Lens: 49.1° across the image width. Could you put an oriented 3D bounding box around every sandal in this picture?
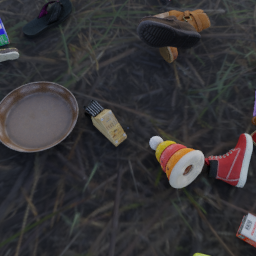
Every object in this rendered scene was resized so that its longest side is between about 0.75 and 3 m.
[{"bbox_3d":[-3.176,-4.542,11.281,0.954,0.607,2.538,31,65,17],"label":"sandal"}]

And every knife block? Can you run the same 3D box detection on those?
[{"bbox_3d":[-0.810,-0.189,8.933,0.470,1.290,1.469,-40,112,-19],"label":"knife block"}]

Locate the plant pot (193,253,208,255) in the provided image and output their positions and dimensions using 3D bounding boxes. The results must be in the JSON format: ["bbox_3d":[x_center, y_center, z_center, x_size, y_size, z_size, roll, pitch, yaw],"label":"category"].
[{"bbox_3d":[1.958,4.045,5.498,2.263,2.064,2.275,17,61,9],"label":"plant pot"}]

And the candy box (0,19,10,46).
[{"bbox_3d":[-5.424,-3.598,10.788,1.361,0.524,1.151,-22,61,-11],"label":"candy box"}]

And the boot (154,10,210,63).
[{"bbox_3d":[2.102,-3.567,10.542,2.019,0.997,2.600,-9,48,0],"label":"boot"}]

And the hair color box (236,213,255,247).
[{"bbox_3d":[3.522,2.805,7.183,1.239,0.379,0.629,29,65,15],"label":"hair color box"}]

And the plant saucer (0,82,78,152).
[{"bbox_3d":[-2.893,-0.348,8.982,2.637,0.423,2.637,0,61,0],"label":"plant saucer"}]

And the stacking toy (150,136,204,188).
[{"bbox_3d":[1.224,0.803,8.124,1.236,1.236,1.692,-33,46,-18],"label":"stacking toy"}]

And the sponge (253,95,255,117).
[{"bbox_3d":[5.163,-1.343,9.575,1.437,0.384,2.576,14,61,9],"label":"sponge"}]

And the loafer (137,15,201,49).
[{"bbox_3d":[1.097,-2.773,7.975,2.157,0.788,0.766,-1,62,-37],"label":"loafer"}]

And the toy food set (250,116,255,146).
[{"bbox_3d":[4.596,-0.271,8.690,1.544,0.382,2.429,33,88,16],"label":"toy food set"}]

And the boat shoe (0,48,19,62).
[{"bbox_3d":[-4.645,-2.733,10.367,1.138,0.409,0.339,-11,61,-11],"label":"boat shoe"}]

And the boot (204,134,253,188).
[{"bbox_3d":[2.921,0.781,8.248,1.207,0.606,1.673,17,65,11],"label":"boot"}]
